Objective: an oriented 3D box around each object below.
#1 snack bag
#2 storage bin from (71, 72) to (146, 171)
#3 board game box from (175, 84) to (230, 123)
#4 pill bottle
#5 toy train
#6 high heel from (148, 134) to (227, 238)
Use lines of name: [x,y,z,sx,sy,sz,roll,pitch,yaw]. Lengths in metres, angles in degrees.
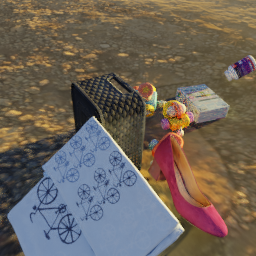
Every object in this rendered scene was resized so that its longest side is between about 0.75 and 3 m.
snack bag: [-0.873,1.561,4.838,2.778,0.297,2.620,-45,58,7]
storage bin: [-0.498,0.058,6.693,1.087,2.318,1.567,-20,43,-26]
board game box: [2.426,-0.851,9.310,1.102,0.480,1.494,-10,41,-17]
pill bottle: [4.244,-2.228,10.586,1.074,0.604,0.604,-29,38,12]
toy train: [0.699,-0.266,7.745,2.689,0.748,2.020,40,65,22]
high heel: [1.356,1.195,6.082,0.792,1.129,2.348,-4,36,-46]
